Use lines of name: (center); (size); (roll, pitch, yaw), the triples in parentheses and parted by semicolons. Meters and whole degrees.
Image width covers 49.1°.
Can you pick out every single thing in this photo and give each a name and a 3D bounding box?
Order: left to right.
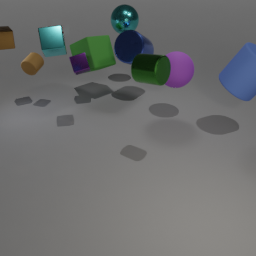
cube: (-4.858, -3.489, 10.847); (0.700, 0.700, 0.700); (-16, 39, -29)
cylinder: (-3.971, -2.669, 11.661); (0.700, 0.700, 0.700); (8, 46, 14)
cube: (-2.337, -2.686, 8.722); (0.700, 0.700, 0.700); (-10, -2, -8)
cube: (-2.087, -2.784, 12.206); (0.700, 0.700, 0.700); (-18, 3, -3)
cube: (-1.657, -3.465, 13.245); (1.400, 1.400, 1.400); (-5, 14, 45)
ball: (-0.161, -5.339, 13.829); (1.400, 1.400, 1.400); (0, 29, 0)
cylinder: (0.287, -3.514, 12.493); (1.400, 1.400, 1.400); (13, 10, 22)
cylinder: (0.548, -1.397, 6.664); (0.700, 0.700, 0.700); (15, 32, 36)
ball: (1.878, -2.270, 10.960); (1.400, 1.400, 1.400); (0, 29, 0)
cylinder: (4.029, -1.861, 9.351); (1.400, 1.400, 1.400); (20, 41, -18)
